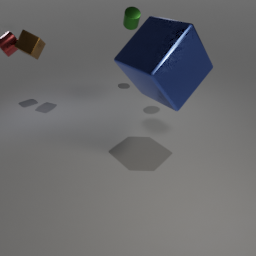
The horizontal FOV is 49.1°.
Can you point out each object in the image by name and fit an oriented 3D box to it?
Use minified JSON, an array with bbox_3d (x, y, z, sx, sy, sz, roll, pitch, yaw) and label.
[{"bbox_3d":[-3.582,-3.050,10.291,0.700,0.700,0.700,27,1,2],"label":"cube"},{"bbox_3d":[0.834,-1.506,6.517,1.400,1.400,1.400,-51,45,-4],"label":"cube"},{"bbox_3d":[-4.612,-3.244,10.848,0.700,0.700,0.700,-43,43,-10],"label":"cylinder"},{"bbox_3d":[0.163,-4.806,12.285,0.700,0.700,0.700,3,68,-7],"label":"cylinder"}]
